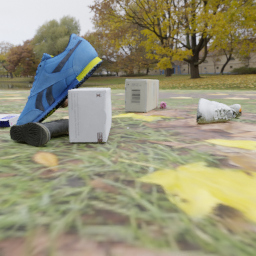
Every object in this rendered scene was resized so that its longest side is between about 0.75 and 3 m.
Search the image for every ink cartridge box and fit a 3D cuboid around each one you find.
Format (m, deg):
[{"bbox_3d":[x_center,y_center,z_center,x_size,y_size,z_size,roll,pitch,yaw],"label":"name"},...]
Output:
[{"bbox_3d":[-3.956,-0.229,8.855,0.750,0.294,1.583,0,7,-4],"label":"ink cartridge box"}]

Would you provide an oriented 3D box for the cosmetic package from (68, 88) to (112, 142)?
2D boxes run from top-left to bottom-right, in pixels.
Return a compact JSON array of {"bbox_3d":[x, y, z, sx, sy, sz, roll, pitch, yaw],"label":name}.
[{"bbox_3d":[-0.897,-0.414,7.150,0.884,1.229,2.178,0,7,0],"label":"cosmetic package"}]

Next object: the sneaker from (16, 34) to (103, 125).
[{"bbox_3d":[-2.010,-1.111,7.195,2.925,1.147,0.964,-44,9,9],"label":"sneaker"}]

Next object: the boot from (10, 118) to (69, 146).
[{"bbox_3d":[-1.821,0.063,6.680,1.361,0.543,1.497,9,6,36],"label":"boot"}]

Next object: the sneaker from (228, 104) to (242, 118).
[{"bbox_3d":[3.794,-0.623,10.853,0.638,0.525,1.388,-11,5,-16],"label":"sneaker"}]

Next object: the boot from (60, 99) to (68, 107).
[{"bbox_3d":[-4.228,-1.537,15.122,1.077,0.830,2.222,-6,13,-44],"label":"boot"}]

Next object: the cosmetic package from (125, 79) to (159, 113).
[{"bbox_3d":[0.731,-1.620,13.590,1.058,1.498,2.894,4,11,16],"label":"cosmetic package"}]

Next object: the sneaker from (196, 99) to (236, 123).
[{"bbox_3d":[2.977,-0.563,9.458,0.949,0.812,2.180,13,16,36],"label":"sneaker"}]

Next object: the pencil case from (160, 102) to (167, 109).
[{"bbox_3d":[1.842,-1.196,14.599,0.323,0.338,0.781,31,12,1],"label":"pencil case"}]
